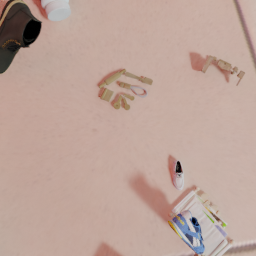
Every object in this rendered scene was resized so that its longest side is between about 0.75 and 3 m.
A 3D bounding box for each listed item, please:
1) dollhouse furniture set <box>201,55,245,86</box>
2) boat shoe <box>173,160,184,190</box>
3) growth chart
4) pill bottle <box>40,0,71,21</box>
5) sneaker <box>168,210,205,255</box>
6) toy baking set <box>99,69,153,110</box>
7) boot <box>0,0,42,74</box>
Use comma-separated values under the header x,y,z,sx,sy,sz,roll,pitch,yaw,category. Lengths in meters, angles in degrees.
x,y,z,sx,sy,sz,roll,pitch,yaw,category
2.718,-1.635,8.024,1.084,0.562,0.480,28,116,7,dollhouse furniture set
1.301,1.215,7.266,0.288,0.256,0.783,-6,74,-2,boat shoe
1.854,2.443,6.973,1.234,0.151,1.705,-32,77,-9,growth chart
-2.280,-4.080,8.397,0.860,0.860,1.507,-18,87,-5,pill bottle
1.452,2.357,6.300,0.559,0.503,1.359,-44,122,-9,sneaker
-0.079,-1.129,8.000,1.484,0.173,1.139,-40,81,-10,toy baking set
-2.969,-2.117,7.189,1.451,0.812,2.097,45,119,37,boot
